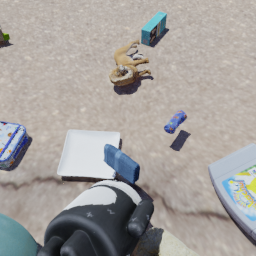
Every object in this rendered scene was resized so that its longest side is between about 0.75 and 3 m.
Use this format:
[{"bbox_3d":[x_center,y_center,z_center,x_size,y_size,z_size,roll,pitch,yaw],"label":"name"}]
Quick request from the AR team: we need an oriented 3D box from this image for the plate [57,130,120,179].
[{"bbox_3d":[-1.227,0.867,9.174,1.818,0.294,1.822,4,50,2],"label":"plate"}]

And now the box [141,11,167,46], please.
[{"bbox_3d":[1.264,-4.842,13.567,0.465,0.778,1.892,24,55,18],"label":"box"}]

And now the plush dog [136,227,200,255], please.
[{"bbox_3d":[0.888,3.783,5.838,2.885,2.315,2.478,29,80,22],"label":"plush dog"}]

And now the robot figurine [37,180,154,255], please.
[{"bbox_3d":[-0.699,2.322,6.356,2.205,1.831,2.935,18,19,17],"label":"robot figurine"}]

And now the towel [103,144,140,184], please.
[{"bbox_3d":[-0.180,0.960,7.798,0.307,0.707,1.267,-27,47,-37],"label":"towel"}]

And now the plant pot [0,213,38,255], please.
[{"bbox_3d":[-2.887,3.069,6.570,1.284,1.906,1.906,22,48,-19],"label":"plant pot"}]

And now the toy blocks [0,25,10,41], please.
[{"bbox_3d":[-6.878,-4.535,13.265,2.247,1.123,1.536,-16,42,-16],"label":"toy blocks"}]

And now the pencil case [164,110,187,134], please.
[{"bbox_3d":[1.574,-0.186,9.227,0.387,0.431,0.992,19,46,32],"label":"pencil case"}]

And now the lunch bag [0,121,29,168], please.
[{"bbox_3d":[-4.100,0.485,9.305,1.290,0.608,1.610,12,53,8],"label":"lunch bag"}]

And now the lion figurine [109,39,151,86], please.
[{"bbox_3d":[-0.082,-2.765,11.877,1.738,1.029,2.838,-14,38,-2],"label":"lion figurine"}]

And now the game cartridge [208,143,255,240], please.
[{"bbox_3d":[3.642,1.829,7.878,1.925,0.584,2.887,-28,47,-3],"label":"game cartridge"}]
